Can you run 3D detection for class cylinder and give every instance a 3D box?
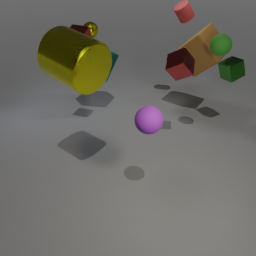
[{"bbox_3d":[2.462,-5.086,12.262,0.700,0.700,0.700,-26,38,22],"label":"cylinder"},{"bbox_3d":[-1.379,-1.774,7.329,1.400,1.400,1.400,31,40,27],"label":"cylinder"}]

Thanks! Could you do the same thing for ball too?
[{"bbox_3d":[0.507,-0.193,6.824,0.700,0.700,0.700,0,29,0],"label":"ball"},{"bbox_3d":[-1.637,-4.244,12.158,0.700,0.700,0.700,0,29,0],"label":"ball"},{"bbox_3d":[3.038,-2.714,9.148,0.700,0.700,0.700,0,29,0],"label":"ball"}]

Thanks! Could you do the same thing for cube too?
[{"bbox_3d":[3.209,-3.338,12.032,1.400,1.400,1.400,-45,10,-37],"label":"cube"},{"bbox_3d":[-1.499,-2.938,12.837,1.400,1.400,1.400,27,-10,-21],"label":"cube"},{"bbox_3d":[1.758,-2.130,9.405,0.700,0.700,0.700,-12,55,39],"label":"cube"},{"bbox_3d":[-1.724,-3.101,9.827,0.700,0.700,0.700,14,60,18],"label":"cube"},{"bbox_3d":[4.108,-2.331,11.096,0.700,0.700,0.700,-27,33,-9],"label":"cube"}]
